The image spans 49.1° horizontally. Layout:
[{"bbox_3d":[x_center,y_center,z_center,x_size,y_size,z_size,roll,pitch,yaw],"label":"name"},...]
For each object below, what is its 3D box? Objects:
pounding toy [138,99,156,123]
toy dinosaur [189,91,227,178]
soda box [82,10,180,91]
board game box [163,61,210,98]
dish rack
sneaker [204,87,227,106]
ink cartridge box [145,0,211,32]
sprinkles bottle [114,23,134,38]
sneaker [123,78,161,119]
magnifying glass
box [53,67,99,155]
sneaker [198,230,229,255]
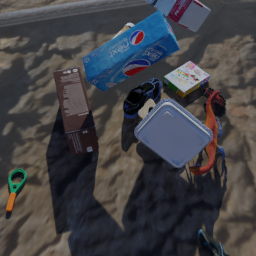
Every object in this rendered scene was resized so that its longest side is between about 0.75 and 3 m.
[{"bbox_3d":[1.369,-0.241,10.059,1.332,1.336,2.329,-31,61,-15],"label":"pounding toy"},{"bbox_3d":[2.526,0.395,9.328,1.400,2.667,2.420,-4,22,16],"label":"toy dinosaur"},{"bbox_3d":[0.035,-2.295,8.696,2.885,0.926,0.979,-26,63,22],"label":"soda box"},{"bbox_3d":[2.508,-2.116,11.999,1.593,0.321,1.219,-33,61,-21],"label":"board game box"},{"bbox_3d":[1.156,0.231,7.208,1.722,1.478,0.375,37,26,-10],"label":"dish rack"},{"bbox_3d":[3.496,-1.190,11.340,1.019,0.498,0.360,36,46,-4],"label":"sneaker"},{"bbox_3d":[1.539,-4.368,9.647,2.137,0.891,1.552,47,31,22],"label":"ink cartridge box"},{"bbox_3d":[-0.309,-4.211,13.284,0.649,0.649,1.902,26,60,17],"label":"sprinkles bottle"},{"bbox_3d":[0.624,-1.373,11.126,0.807,0.897,2.302,29,60,20],"label":"sneaker"},{"bbox_3d":[-3.728,2.018,9.220,0.577,0.162,1.450,1,53,1],"label":"magnifying glass"},{"bbox_3d":[-1.904,-0.663,10.286,1.111,1.485,2.965,-14,55,-10],"label":"box"},{"bbox_3d":[2.463,3.415,8.121,0.441,0.394,1.078,-23,67,-25],"label":"sneaker"}]
